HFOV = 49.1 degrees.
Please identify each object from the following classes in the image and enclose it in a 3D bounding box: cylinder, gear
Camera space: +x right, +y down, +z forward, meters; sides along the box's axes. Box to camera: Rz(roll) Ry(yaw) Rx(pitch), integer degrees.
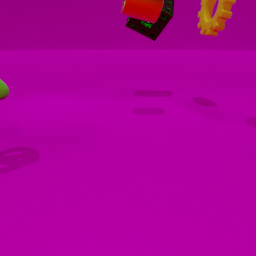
[{"bbox_3d":[0.368,-3.259,7.144,0.915,0.915,0.915,11,15,-11],"label":"cylinder"},{"bbox_3d":[2.715,-3.730,8.716,0.305,1.651,1.651,6,15,-14],"label":"gear"}]

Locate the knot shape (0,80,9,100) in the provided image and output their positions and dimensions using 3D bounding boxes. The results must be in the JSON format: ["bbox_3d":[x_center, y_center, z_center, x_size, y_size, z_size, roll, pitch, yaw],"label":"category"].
[{"bbox_3d":[-2.641,-0.894,4.157,1.657,0.765,1.550,2,-21,-25],"label":"knot shape"}]

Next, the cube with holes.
[{"bbox_3d":[0.828,-4.356,10.422,1.276,1.276,1.276,21,55,-17],"label":"cube with holes"}]
